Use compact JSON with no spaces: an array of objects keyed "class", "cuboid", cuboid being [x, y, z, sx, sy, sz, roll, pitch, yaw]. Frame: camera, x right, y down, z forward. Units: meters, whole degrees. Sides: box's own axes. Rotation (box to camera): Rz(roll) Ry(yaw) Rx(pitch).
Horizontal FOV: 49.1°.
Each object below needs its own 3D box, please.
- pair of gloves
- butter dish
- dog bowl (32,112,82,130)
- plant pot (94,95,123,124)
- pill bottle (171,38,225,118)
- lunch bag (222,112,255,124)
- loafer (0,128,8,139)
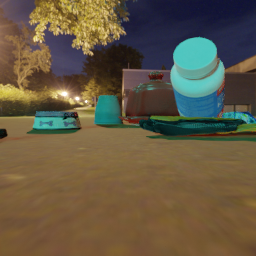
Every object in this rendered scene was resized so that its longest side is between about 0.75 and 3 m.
[{"class":"pair of gloves","cuboid":[1.616,-0.053,6.484,2.508,0.348,2.815,2,6,11]},{"class":"butter dish","cuboid":[1.098,-1.169,11.031,2.853,2.109,2.845,-1,2,-8]},{"class":"dog bowl","cuboid":[-2.023,-0.221,8.040,1.375,0.507,1.375,-1,3,0]},{"class":"plant pot","cuboid":[-0.901,-0.846,12.898,1.374,1.291,1.374,0,3,0]},{"class":"pill bottle","cuboid":[2.124,-1.298,8.461,1.534,1.534,2.734,1,-28,19]},{"class":"lunch bag","cuboid":[3.363,-0.228,8.443,0.829,0.528,0.705,9,-2,-11]},{"class":"loafer","cuboid":[-2.327,0.022,4.129,0.394,0.392,1.084,1,2,42]}]
